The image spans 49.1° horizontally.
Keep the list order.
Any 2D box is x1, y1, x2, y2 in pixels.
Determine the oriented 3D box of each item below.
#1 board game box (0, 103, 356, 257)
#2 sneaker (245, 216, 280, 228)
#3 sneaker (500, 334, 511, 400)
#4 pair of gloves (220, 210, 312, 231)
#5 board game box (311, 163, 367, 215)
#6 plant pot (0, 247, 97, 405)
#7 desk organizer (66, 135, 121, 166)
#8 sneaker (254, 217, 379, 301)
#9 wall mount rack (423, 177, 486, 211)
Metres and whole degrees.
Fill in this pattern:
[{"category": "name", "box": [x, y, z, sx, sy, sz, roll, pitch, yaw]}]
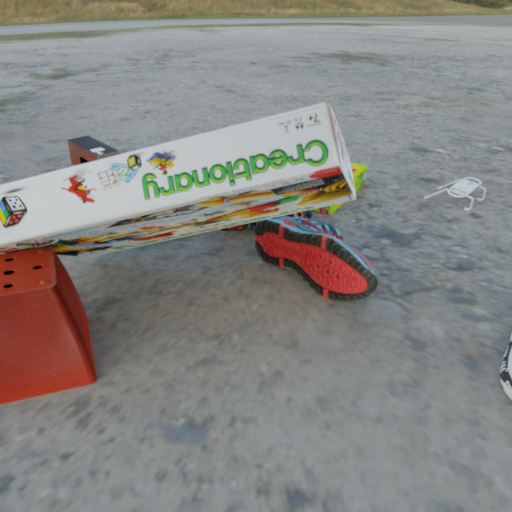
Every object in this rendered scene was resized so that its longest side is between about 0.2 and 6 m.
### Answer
[{"category": "board game box", "box": [-1.138, -0.893, 8.559, 5.105, 0.884, 3.223, -11, -4, 13]}, {"category": "sneaker", "box": [-0.292, -0.738, 11.660, 0.833, 0.708, 1.903, -43, 43, -22]}, {"category": "sneaker", "box": [4.089, 0.800, 7.582, 1.111, 1.699, 2.956, 13, 32, 22]}, {"category": "pair of gloves", "box": [0.003, -1.226, 11.643, 2.216, 0.274, 1.974, -3, 48, -19]}, {"category": "board game box", "box": [1.725, -1.692, 13.297, 1.095, 0.513, 2.156, 16, 33, 27]}, {"category": "plant pot", "box": [-3.239, 0.846, 7.724, 1.703, 1.501, 1.702, -10, 31, -17]}, {"category": "desk organizer", "box": [-4.243, -2.570, 14.692, 0.648, 0.696, 1.807, -23, 36, -35]}, {"category": "sneaker", "box": [1.237, -0.170, 9.995, 1.314, 1.091, 2.752, -20, 35, -34]}, {"category": "wall mount rack", "box": [4.626, -1.477, 13.016, 1.135, 0.487, 1.306, 26, 38, 33]}]
